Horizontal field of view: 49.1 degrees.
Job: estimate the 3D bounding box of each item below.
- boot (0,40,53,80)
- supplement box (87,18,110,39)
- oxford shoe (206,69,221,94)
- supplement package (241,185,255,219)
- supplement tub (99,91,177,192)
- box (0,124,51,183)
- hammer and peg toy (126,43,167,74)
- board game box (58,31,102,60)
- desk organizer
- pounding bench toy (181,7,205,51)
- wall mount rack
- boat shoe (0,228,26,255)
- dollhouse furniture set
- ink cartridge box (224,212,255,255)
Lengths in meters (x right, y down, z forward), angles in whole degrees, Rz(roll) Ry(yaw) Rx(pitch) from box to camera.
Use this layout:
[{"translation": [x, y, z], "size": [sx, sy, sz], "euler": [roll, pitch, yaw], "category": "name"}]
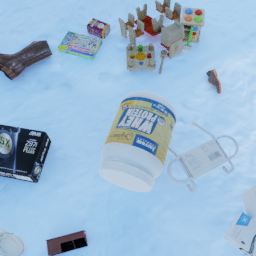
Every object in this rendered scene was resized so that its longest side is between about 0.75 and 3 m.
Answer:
[{"translation": [-4.837, -3.396, 12.479], "size": [2.208, 0.761, 2.370], "euler": [41, 69, 14], "category": "boot"}, {"translation": [-1.388, -4.714, 13.283], "size": [0.939, 0.484, 0.614], "euler": [25, 66, 12], "category": "supplement box"}, {"translation": [3.671, -1.937, 11.953], "size": [0.452, 0.442, 1.239], "euler": [-16, 60, 12], "category": "oxford shoe"}, {"translation": [4.445, 2.391, 9.081], "size": [0.899, 1.483, 0.888], "euler": [-3, 63, -2], "category": "supplement package"}, {"translation": [0.355, 0.478, 9.674], "size": [2.146, 2.146, 2.967], "euler": [16, 64, 8], "category": "supplement tub"}, {"translation": [-4.107, 0.901, 10.169], "size": [2.094, 0.902, 1.715], "euler": [10, 63, 5], "category": "box"}, {"translation": [0.841, -3.096, 12.360], "size": [1.833, 0.647, 1.349], "euler": [-1, 63, 0], "category": "hammer and peg toy"}, {"translation": [-2.198, -3.813, 12.925], "size": [1.723, 0.251, 1.160], "euler": [17, 60, 8], "category": "board game box"}, {"translation": [-1.947, 3.702, 9.005], "size": [1.248, 0.447, 0.480], "euler": [-13, 66, -6], "category": "desk organizer"}, {"translation": [2.865, -4.496, 12.730], "size": [1.006, 1.263, 1.619], "euler": [7, 63, 4], "category": "pounding bench toy"}, {"translation": [2.424, 0.889, 10.183], "size": [2.791, 1.041, 2.425], "euler": [-24, 69, -12], "category": "wall mount rack"}, {"translation": [-4.179, 3.479, 8.895], "size": [1.940, 0.827, 0.717], "euler": [26, 66, 13], "category": "boat shoe"}, {"translation": [1.355, -4.525, 12.950], "size": [2.723, 1.403, 2.693], "euler": [-31, 56, -15], "category": "dollhouse furniture set"}, {"translation": [4.113, 3.642, 8.957], "size": [1.689, 0.573, 0.980], "euler": [34, 68, 16], "category": "ink cartridge box"}]
